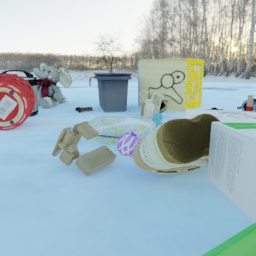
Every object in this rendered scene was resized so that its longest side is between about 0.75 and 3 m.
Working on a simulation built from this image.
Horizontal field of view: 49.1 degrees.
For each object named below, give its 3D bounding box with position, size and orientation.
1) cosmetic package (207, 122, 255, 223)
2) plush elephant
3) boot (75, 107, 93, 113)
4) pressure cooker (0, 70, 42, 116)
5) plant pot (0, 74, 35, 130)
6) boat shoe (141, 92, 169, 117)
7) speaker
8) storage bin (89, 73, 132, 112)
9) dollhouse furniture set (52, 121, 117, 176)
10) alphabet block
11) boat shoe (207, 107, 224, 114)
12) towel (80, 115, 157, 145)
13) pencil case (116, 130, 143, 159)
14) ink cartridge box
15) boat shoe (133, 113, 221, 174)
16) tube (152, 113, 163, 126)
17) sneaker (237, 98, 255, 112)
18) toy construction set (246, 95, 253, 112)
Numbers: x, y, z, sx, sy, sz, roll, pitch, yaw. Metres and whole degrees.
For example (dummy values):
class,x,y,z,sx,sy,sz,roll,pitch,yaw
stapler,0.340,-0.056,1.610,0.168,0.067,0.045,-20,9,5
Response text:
class,x,y,z,sx,sy,sz,roll,pitch,yaw
cosmetic package,2.184,0.644,3.666,1.379,1.087,2.563,1,10,-8
plush elephant,-4.422,-2.388,15.312,2.432,2.286,2.953,7,13,29
boot,-1.967,-0.872,13.126,0.830,0.267,0.773,-1,13,-28
pressure cooker,-4.715,-1.485,11.855,1.727,1.933,1.700,5,13,20
plant pot,-4.096,-0.882,9.400,1.786,1.786,1.627,-3,15,-12
boat shoe,1.313,-0.966,12.063,0.836,0.928,2.572,11,19,18
speaker,0.883,1.174,2.011,1.702,0.753,0.753,-9,15,-36
storage bin,-0.897,-1.784,13.646,1.945,1.795,2.673,-2,11,-11
dollhouse furniture set,-0.985,0.637,5.829,1.110,0.904,1.055,40,30,17
alphabet block,2.198,-2.256,14.260,2.575,2.515,2.528,8,16,31
boat shoe,3.737,-0.716,12.032,0.425,0.352,1.182,-2,12,-11
towel,-0.348,0.059,8.059,2.039,0.491,1.746,4,16,20
pencil case,0.203,0.391,5.436,0.473,0.482,1.128,43,7,24
ink cartridge box,2.959,0.011,7.783,2.860,0.639,2.519,3,13,13
boat shoe,1.160,0.320,5.427,0.920,1.025,2.771,-28,-21,38
tube,1.012,-0.231,9.929,0.516,0.336,1.333,-11,14,13
sneaker,5.601,-0.787,11.267,1.311,0.870,2.304,-10,9,-37
toy construction set,4.997,-0.815,8.865,2.395,1.840,1.997,8,14,35
